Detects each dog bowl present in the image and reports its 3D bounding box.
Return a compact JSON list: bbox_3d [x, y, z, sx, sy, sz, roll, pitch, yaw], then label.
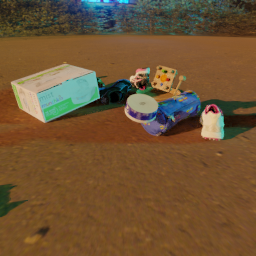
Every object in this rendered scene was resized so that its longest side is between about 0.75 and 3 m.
[{"bbox_3d":[0.446,-0.658,9.219,1.056,0.416,1.056,8,42,-7],"label":"dog bowl"}]

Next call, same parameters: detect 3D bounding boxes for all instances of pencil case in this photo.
[{"bbox_3d":[1.710,-0.628,10.661,1.247,1.120,2.871,-4,14,45],"label":"pencil case"}]

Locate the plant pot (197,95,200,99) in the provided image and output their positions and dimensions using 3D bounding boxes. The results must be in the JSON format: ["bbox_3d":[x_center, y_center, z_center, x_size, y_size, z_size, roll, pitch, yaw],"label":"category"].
[{"bbox_3d":[2.684,-1.101,12.439,0.919,0.617,0.919,0,24,0],"label":"plant pot"}]

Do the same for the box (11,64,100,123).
[{"bbox_3d":[-3.154,-1.688,12.318,2.852,1.379,2.517,-30,37,-34],"label":"box"}]

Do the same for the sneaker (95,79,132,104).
[{"bbox_3d":[-0.475,-1.701,13.647,1.005,0.905,2.580,25,37,32],"label":"sneaker"}]

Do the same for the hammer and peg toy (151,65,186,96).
[{"bbox_3d":[1.040,-1.250,7.340,0.865,0.636,0.305,28,14,40],"label":"hammer and peg toy"}]

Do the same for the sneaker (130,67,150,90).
[{"bbox_3d":[0.378,-1.450,8.994,0.529,0.569,1.317,-5,-9,-6],"label":"sneaker"}]

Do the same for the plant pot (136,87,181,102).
[{"bbox_3d":[1.524,-1.680,14.190,2.247,0.309,2.247,0,23,0],"label":"plant pot"}]

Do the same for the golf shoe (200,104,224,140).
[{"bbox_3d":[3.150,-0.434,10.316,0.911,1.107,2.419,3,22,9],"label":"golf shoe"}]

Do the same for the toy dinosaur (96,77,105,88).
[{"bbox_3d":[-1.983,-2.375,14.649,1.938,1.458,2.855,4,7,-30],"label":"toy dinosaur"}]
